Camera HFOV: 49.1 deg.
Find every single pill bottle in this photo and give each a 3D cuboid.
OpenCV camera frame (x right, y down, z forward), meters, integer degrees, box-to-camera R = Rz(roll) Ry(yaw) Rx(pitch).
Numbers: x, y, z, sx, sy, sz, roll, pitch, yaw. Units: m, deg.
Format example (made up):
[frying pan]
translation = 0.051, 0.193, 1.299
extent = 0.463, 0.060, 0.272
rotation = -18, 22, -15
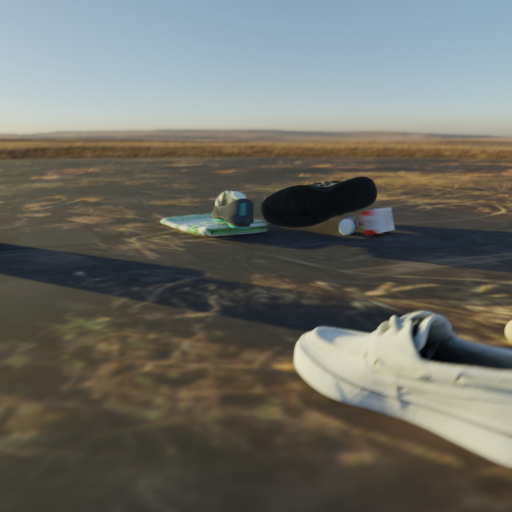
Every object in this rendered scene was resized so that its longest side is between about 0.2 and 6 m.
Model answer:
[pill bottle]
translation = 1.893, -0.611, 11.602
extent = 0.339, 0.339, 0.612
rotation = 4, 13, 18

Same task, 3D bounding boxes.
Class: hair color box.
[hair color box]
translation = 2.509, -0.713, 11.494
extent = 0.284, 0.493, 0.889
rotation = -10, 1, 38

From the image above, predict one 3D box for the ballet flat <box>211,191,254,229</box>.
[ballet flat]
translation = -0.469, -0.979, 11.518
extent = 0.755, 0.755, 2.068
rotation = -3, 8, -14

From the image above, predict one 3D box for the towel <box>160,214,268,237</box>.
[towel]
translation = -0.939, -0.712, 12.253
extent = 1.606, 0.246, 2.105
rotation = -8, 15, -32

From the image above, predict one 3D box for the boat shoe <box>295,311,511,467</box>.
[boat shoe]
translation = 1.227, 0.801, 4.200
extent = 0.832, 0.760, 2.313
rotation = -10, 16, -38

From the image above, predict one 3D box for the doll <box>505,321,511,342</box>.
[doll]
translation = 3.129, 0.700, 5.713
extent = 1.298, 0.314, 0.885
rotation = -3, 12, -16

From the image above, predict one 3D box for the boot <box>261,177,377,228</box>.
[boot]
translation = 1.237, -1.172, 12.459
extent = 2.484, 0.909, 1.870
rotation = -15, 4, -6
